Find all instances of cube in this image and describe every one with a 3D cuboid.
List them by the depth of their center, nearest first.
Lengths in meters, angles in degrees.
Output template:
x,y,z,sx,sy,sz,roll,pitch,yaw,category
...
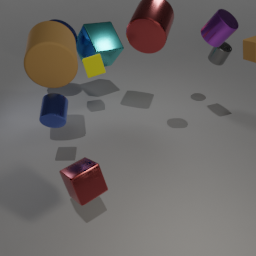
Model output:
x,y,z,sx,sy,sz,roll,pitch,yaw,category
-0.987,1.169,6.239,0.700,0.700,0.700,-28,21,-27,cube
4.377,-2.675,9.412,0.700,0.700,0.700,-18,28,-9,cube
-1.290,-2.374,10.655,0.700,0.700,0.700,-18,19,-1,cube
-1.289,-3.557,12.154,1.400,1.400,1.400,-20,80,-33,cube

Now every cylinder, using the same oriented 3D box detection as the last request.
x,y,z,sx,sy,sz,roll,pitch,yaw,category
2.420,-2.642,7.433,0.700,0.700,0.700,15,55,-23,cylinder
-1.994,-0.465,7.572,0.700,0.700,0.700,-1,59,-1,cylinder
-2.156,-2.083,7.924,1.400,1.400,1.400,-6,44,-9,cylinder
0.782,-3.566,9.721,1.400,1.400,1.400,10,54,15,cylinder
3.656,-2.981,11.163,0.700,0.700,0.700,9,50,-11,cylinder
-3.030,-3.547,11.777,1.400,1.400,1.400,15,60,-27,cylinder
